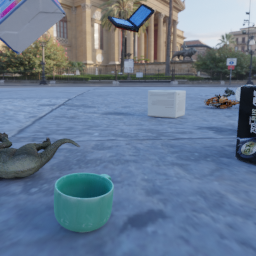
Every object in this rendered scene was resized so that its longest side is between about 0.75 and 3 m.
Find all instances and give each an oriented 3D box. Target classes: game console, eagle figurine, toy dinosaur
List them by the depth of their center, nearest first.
[{"bbox_3d":[-1.834,0.530,4.610,2.022,0.778,1.034,6,23,-5],"label":"toy dinosaur"},{"bbox_3d":[4.159,-0.584,8.286,1.398,1.406,1.853,-6,11,-7],"label":"eagle figurine"},{"bbox_3d":[0.061,-3.758,9.305,1.173,0.808,1.361,5,30,-20],"label":"game console"},{"bbox_3d":[5.076,-1.342,14.731,1.401,1.054,2.064,-25,42,-34],"label":"toy dinosaur"}]

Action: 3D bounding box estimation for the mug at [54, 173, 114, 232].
[{"bbox_3d":[-0.427,0.819,3.068,0.756,0.467,0.621,-2,16,-31],"label":"mug"}]

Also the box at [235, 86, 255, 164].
[{"bbox_3d":[3.025,-0.115,5.553,1.776,1.454,0.765,-7,13,-33],"label":"box"}]

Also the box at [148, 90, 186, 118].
[{"bbox_3d":[1.632,-1.037,11.711,1.256,1.081,1.262,6,10,29],"label":"box"}]

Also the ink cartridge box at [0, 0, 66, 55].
[{"bbox_3d":[-2.456,-2.868,6.628,1.459,0.816,2.139,-37,44,8],"label":"ink cartridge box"}]
